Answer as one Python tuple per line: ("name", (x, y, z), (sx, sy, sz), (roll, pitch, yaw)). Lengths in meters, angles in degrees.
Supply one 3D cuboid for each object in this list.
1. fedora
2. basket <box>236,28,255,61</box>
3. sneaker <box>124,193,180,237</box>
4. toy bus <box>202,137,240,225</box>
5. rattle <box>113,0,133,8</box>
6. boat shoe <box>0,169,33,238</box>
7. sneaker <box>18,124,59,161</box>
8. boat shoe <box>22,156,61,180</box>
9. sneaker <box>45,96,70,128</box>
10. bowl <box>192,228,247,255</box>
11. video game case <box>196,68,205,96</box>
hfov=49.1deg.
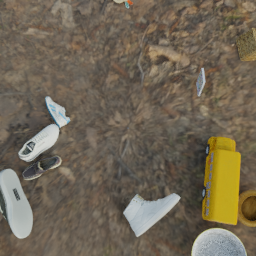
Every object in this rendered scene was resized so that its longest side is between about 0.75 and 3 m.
("fedora", (4.070, 2.660, 9.324), (1.188, 0.485, 1.188), (-1, 78, 3))
("basket", (4.966, -3.268, 11.215), (0.788, 0.823, 1.104), (5, 69, -33))
("sneaker", (0.677, 2.463, 8.977), (1.868, 0.688, 1.079), (-42, 64, 7))
("toy bus", (3.093, 1.659, 9.297), (0.922, 1.109, 2.832), (9, 73, 3))
("rattle", (-0.215, -5.622, 12.041), (1.015, 0.725, 0.661), (25, 107, -8))
("boat shoe", (-3.847, 2.522, 9.285), (0.731, 0.812, 2.296), (-24, 81, 27))
("sneaker", (-3.119, 0.487, 9.897), (0.640, 0.675, 1.677), (38, 75, 13))
("boat shoe", (-3.036, 1.344, 9.735), (1.430, 0.463, 0.514), (-23, 74, -7))
("sneaker", (-2.639, -0.645, 10.380), (0.519, 0.491, 1.284), (-30, 81, -19))
("bowl", (2.746, 3.993, 8.755), (1.672, 0.785, 1.672), (0, 73, 1))
("video game case", (2.642, -1.658, 10.190), (0.079, 0.875, 0.627), (1, 63, 1))
